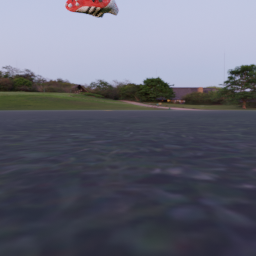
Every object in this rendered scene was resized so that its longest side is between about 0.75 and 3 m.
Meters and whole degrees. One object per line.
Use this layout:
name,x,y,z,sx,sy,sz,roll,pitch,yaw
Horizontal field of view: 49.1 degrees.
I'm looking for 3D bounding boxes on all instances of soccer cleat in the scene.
soccer cleat,-0.773,-2.511,5.790,1.326,0.455,0.565,12,-13,36
